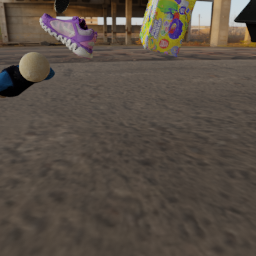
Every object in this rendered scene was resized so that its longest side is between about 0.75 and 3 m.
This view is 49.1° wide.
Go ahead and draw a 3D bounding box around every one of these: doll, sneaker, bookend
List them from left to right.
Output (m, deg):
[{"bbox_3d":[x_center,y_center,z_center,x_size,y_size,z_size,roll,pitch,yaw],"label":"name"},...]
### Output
[{"bbox_3d":[-2.457,-0.965,5.816,2.673,0.648,1.824,-5,16,44],"label":"doll"},{"bbox_3d":[-1.740,-3.643,7.670,0.370,1.050,0.491,13,9,-12],"label":"sneaker"},{"bbox_3d":[-1.899,-3.279,9.327,2.357,1.042,0.948,38,18,18],"label":"sneaker"},{"bbox_3d":[4.094,-2.876,7.693,1.870,1.881,0.867,-50,38,-7],"label":"bookend"}]

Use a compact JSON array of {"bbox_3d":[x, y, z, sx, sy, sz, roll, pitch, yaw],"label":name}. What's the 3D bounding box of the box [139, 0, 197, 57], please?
[{"bbox_3d":[1.201,-3.539,9.084,1.127,1.847,1.779,12,29,-10],"label":"box"}]
